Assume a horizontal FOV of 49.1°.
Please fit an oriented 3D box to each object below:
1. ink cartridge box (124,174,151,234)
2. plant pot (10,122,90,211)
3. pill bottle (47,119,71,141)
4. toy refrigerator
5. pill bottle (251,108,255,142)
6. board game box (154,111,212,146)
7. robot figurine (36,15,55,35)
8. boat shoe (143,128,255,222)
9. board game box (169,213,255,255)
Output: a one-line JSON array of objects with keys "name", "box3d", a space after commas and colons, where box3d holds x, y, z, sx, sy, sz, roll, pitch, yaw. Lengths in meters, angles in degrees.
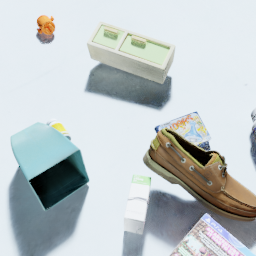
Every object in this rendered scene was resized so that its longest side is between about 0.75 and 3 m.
[{"name": "ink cartridge box", "box3d": [0.222, 1.723, 6.342, 0.451, 0.781, 1.073, 9, 51, 7]}, {"name": "plant pot", "box3d": [-2.064, 0.763, 6.897, 1.279, 1.279, 1.810, -32, 50, -24]}, {"name": "pill bottle", "box3d": [-1.977, 0.115, 7.893, 0.462, 0.462, 0.825, -27, 56, -21]}, {"name": "toy refrigerator", "box3d": [0.103, -2.583, 9.463, 2.769, 0.969, 1.051, 22, 71, 12]}, {"name": "pill bottle", "box3d": [3.926, 0.251, 7.402, 1.050, 1.050, 1.873, -1, 50, 0]}, {"name": "board game box", "box3d": [1.529, 0.159, 7.806, 1.359, 0.234, 0.920, -21, 74, -17]}, {"name": "robot figurine", "box3d": [-3.341, -4.219, 11.422, 0.603, 0.743, 1.033, -7, 45, -41]}, {"name": "boat shoe", "box3d": [1.794, 1.039, 6.304, 2.932, 0.997, 1.055, 28, 24, 1]}, {"name": "board game box", "box3d": [1.454, 2.885, 5.299, 1.834, 0.888, 1.462, -36, 59, -26]}]
